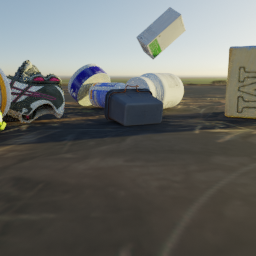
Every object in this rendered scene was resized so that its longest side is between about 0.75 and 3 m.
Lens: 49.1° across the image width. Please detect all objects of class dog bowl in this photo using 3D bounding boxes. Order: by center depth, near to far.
[{"bbox_3d":[-1.726,-1.924,12.627,1.859,1.859,0.732,-12,51,-49],"label":"dog bowl"}]

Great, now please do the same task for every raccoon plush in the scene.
[{"bbox_3d":[-3.848,-1.164,8.555,2.711,1.817,1.312,-7,12,-34],"label":"raccoon plush"}]

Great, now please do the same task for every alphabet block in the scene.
[{"bbox_3d":[4.612,-1.526,9.357,2.218,2.258,2.206,6,11,31],"label":"alphabet block"}]

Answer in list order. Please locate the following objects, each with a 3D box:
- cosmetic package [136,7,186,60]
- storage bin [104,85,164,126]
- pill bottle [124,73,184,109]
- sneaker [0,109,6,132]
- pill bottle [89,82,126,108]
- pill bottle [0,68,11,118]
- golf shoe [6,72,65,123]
[{"bbox_3d":[0.804,-2.276,6.756,0.464,1.094,0.588,50,3,33],"label":"cosmetic package"},{"bbox_3d":[0.246,-0.613,7.999,1.545,1.124,1.038,-5,22,-27],"label":"storage bin"},{"bbox_3d":[1.022,-1.430,11.038,1.480,1.480,2.589,7,13,34],"label":"pill bottle"},{"bbox_3d":[-3.016,0.092,5.062,1.630,0.675,0.585,-22,-23,6],"label":"sneaker"},{"bbox_3d":[-0.600,-1.358,11.771,1.946,1.090,1.090,8,13,33],"label":"pill bottle"},{"bbox_3d":[-3.938,-0.652,5.767,1.527,1.527,2.625,5,15,27],"label":"pill bottle"},{"bbox_3d":[-3.203,-0.790,7.790,2.898,1.277,1.119,-10,-21,-21],"label":"golf shoe"}]
